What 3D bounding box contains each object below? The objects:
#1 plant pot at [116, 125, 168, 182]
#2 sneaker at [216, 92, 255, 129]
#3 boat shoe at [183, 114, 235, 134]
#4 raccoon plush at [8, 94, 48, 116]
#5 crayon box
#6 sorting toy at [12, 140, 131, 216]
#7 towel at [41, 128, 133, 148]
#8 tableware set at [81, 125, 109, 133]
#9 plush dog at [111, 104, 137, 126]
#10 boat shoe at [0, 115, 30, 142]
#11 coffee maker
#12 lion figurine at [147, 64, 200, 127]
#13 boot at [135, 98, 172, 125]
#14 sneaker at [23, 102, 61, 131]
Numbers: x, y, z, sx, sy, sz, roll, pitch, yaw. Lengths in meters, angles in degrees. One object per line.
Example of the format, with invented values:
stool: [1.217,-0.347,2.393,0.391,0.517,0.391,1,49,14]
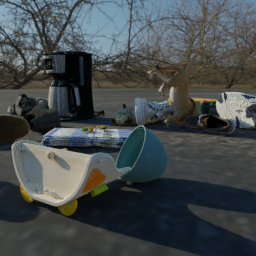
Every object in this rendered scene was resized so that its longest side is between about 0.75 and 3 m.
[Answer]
plant pot: [0.283,0.495,4.501,0.612,0.909,0.909,27,2,-17]
sneaker: [4.652,-0.597,9.496,1.916,1.175,2.945,-5,11,-34]
boat shoe: [2.385,-0.199,8.483,1.551,0.560,0.561,5,-12,31]
raccoon plush: [-4.534,-1.058,13.046,1.369,0.989,2.043,1,6,-44]
crayon box: [3.173,-1.106,13.816,1.702,0.681,2.682,-7,12,-35]
sorting toy: [-0.660,0.621,4.030,1.483,0.792,1.335,6,4,35]
towel: [-0.925,0.239,7.332,2.346,0.279,1.723,1,8,-5]
tableware set: [-0.878,0.032,7.509,0.564,0.128,0.837,0,8,15]
plush dog: [-0.175,-0.391,10.096,0.912,0.732,0.784,3,34,16]
boat shoe: [-3.667,0.003,7.474,2.012,0.726,0.724,-8,13,-13]
coffee maker: [-2.272,-1.789,11.766,1.830,2.717,2.609,5,11,23]
lion figurine: [1.619,-1.059,9.057,1.621,2.646,0.959,-25,39,-18]
boot: [1.020,-0.690,10.401,1.298,0.999,2.716,-5,8,10]
sneaker: [-2.990,-0.351,9.253,1.022,0.855,2.251,-15,13,-28]
